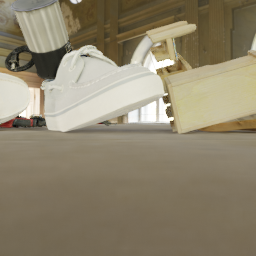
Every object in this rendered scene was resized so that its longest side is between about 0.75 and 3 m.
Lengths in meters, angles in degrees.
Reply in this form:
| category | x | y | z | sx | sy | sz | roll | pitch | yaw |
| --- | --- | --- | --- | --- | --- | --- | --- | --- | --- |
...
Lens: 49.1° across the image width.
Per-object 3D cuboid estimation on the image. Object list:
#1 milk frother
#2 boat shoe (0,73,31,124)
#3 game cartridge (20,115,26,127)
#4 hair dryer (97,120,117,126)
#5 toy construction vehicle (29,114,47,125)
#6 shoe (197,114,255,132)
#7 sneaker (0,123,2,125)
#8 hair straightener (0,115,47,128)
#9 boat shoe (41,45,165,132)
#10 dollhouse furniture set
| category | x | y | z | sx | sy | sz | roll | pitch | yaw |
| --- | --- | --- | --- | --- | --- | --- | --- | --- | --- |
| milk frother | -1.400 | -1.310 | 4.037 | 1.083 | 1.019 | 0.977 | -16 | 41 | -8 |
| boat shoe | -2.325 | -0.329 | 3.640 | 0.848 | 0.867 | 2.447 | 2 | 11 | 45 |
| game cartridge | -5.190 | -0.264 | 10.475 | 2.559 | 0.523 | 1.703 | 0 | -3 | -10 |
| hair dryer | -1.823 | -0.262 | 13.865 | 2.220 | 0.603 | 1.691 | 6 | -13 | 35 |
| toy construction vehicle | -3.918 | -0.234 | 11.852 | 1.305 | 0.460 | 1.137 | 3 | -12 | -41 |
| shoe | 1.637 | -0.225 | 3.792 | 0.736 | 0.562 | 2.105 | 0 | 1 | -24 |
| sneaker | -4.402 | -0.602 | 7.093 | 2.691 | 1.002 | 1.139 | 9 | 25 | -15 |
| hair straightener | -2.763 | -0.231 | 7.615 | 2.154 | 0.441 | 0.829 | -1 | 0 | 25 |
| boat shoe | -0.602 | -0.584 | 3.935 | 1.079 | 1.026 | 2.996 | -19 | 8 | -22 |
| dollhouse furniture set | 0.922 | -0.635 | 3.574 | 0.984 | 1.298 | 1.481 | -15 | 26 | 5 |
